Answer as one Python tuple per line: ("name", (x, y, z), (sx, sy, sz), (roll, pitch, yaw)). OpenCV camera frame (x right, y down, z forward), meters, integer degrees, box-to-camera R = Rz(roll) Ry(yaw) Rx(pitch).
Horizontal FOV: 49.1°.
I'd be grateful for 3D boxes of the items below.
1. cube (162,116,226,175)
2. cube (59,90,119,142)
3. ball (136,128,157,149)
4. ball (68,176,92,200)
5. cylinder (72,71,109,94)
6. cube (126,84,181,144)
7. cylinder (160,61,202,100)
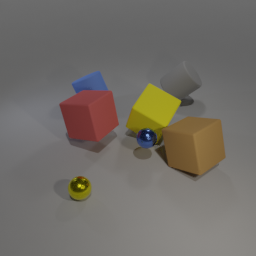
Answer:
("cube", (2.188, 0.526, 9.322), (1.400, 1.400, 1.400), (-24, 20, -33))
("cube", (-1.374, -0.486, 10.199), (1.400, 1.400, 1.400), (6, 29, 32))
("ball", (0.632, 0.341, 9.423), (0.700, 0.700, 0.700), (0, 32, 0))
("ball", (-1.430, 1.776, 8.311), (0.700, 0.700, 0.700), (0, 32, 0))
("cylinder", (-1.647, -1.696, 12.809), (1.400, 1.400, 1.400), (-22, 17, 7))
("cube", (0.938, -0.523, 10.638), (1.400, 1.400, 1.400), (30, 59, 6))
("cylinder", (2.456, -2.136, 12.994), (1.400, 1.400, 1.400), (-34, 17, 30))
